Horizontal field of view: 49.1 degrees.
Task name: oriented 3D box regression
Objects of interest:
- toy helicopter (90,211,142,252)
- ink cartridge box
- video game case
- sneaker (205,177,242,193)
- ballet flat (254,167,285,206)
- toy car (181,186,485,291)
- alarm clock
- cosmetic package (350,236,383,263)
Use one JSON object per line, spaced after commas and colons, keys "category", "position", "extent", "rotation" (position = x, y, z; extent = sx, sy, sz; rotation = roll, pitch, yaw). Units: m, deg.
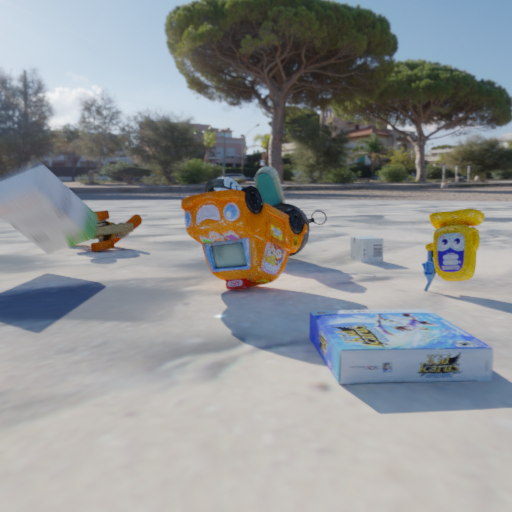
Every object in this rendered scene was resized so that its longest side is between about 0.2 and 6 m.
{"category": "toy helicopter", "position": [-3.323, -0.513, 11.962], "extent": [1.976, 0.779, 1.307], "rotation": [-6, 5, 43]}
{"category": "ink cartridge box", "position": [-3.198, -0.676, 8.494], "extent": [0.933, 0.539, 1.277], "rotation": [-16, -39, 18]}
{"category": "video game case", "position": [1.037, 0.665, 4.356], "extent": [1.075, 0.269, 1.186], "rotation": [-1, 7, -5]}
{"category": "sneaker", "position": [-0.993, -1.673, 17.701], "extent": [1.423, 1.045, 3.144], "rotation": [-15, 35, -31]}
{"category": "ballet flat", "position": [0.393, -0.827, 10.307], "extent": [0.572, 1.697, 0.529], "rotation": [-5, 19, 18]}
{"category": "toy car", "position": [0.892, -0.135, 6.848], "extent": [3.583, 1.192, 1.757], "rotation": [0, -14, 20]}
{"category": "alarm clock", "position": [0.593, -0.506, 9.692], "extent": [1.340, 0.904, 0.446], "rotation": [-19, -22, -9]}
{"category": "cosmetic package", "position": [1.952, -0.123, 9.903], "extent": [0.427, 0.426, 0.517], "rotation": [-2, 7, -11]}
